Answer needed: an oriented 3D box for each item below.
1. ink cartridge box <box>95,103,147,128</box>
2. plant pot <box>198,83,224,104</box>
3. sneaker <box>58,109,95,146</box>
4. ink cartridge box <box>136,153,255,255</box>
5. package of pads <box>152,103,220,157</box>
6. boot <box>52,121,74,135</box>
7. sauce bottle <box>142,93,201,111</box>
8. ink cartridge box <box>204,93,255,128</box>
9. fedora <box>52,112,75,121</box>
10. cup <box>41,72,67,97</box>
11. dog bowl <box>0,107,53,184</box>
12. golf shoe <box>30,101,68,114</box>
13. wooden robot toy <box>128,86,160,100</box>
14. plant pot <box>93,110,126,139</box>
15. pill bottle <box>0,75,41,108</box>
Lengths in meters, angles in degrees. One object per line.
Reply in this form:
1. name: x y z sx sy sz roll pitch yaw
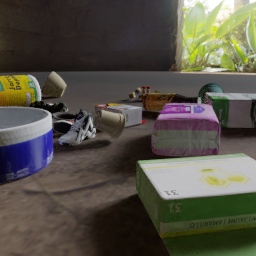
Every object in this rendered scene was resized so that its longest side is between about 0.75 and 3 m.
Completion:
1. ink cartridge box: -0.252 -0.528 10.629 1.366 0.653 1.556 -12 18 -42
2. plant pot: 4.003 -1.380 13.186 1.220 1.220 1.195 2 22 6
3. sneaker: -1.498 -0.068 8.242 0.577 0.941 1.447 10 17 36
4. ink cartridge box: 1.470 1.190 3.897 2.178 0.718 2.993 -2 13 -10
5. package of pads: 1.628 -0.038 7.921 1.642 1.031 2.725 3 15 12
6. boot: -1.874 -0.070 9.340 1.222 0.442 0.881 5 13 -12
7. sauce bottle: 1.900 -1.138 12.341 2.561 0.845 0.845 3 14 30
8. ink cartridge box: 4.237 -0.689 10.442 2.513 1.044 1.842 2 14 7
9. fedora: -2.180 -0.224 9.865 0.974 0.440 0.861 14 20 22
10. cup: -4.475 -2.546 17.340 1.112 1.555 1.555 27 12 -8
11. dog bowl: -3.199 0.285 6.494 2.828 1.114 2.828 0 15 0
12. golf shoe: -3.427 -0.806 12.169 1.630 0.629 0.718 4 -4 2
13. wooden robot toy: 0.848 -1.892 15.939 1.863 0.821 0.845 5 26 20
14. plant pot: -0.594 -0.168 8.221 0.748 0.817 0.817 21 4 -27
15. pill bottle: -5.409 -1.381 11.935 1.654 1.654 2.933 14 19 43
